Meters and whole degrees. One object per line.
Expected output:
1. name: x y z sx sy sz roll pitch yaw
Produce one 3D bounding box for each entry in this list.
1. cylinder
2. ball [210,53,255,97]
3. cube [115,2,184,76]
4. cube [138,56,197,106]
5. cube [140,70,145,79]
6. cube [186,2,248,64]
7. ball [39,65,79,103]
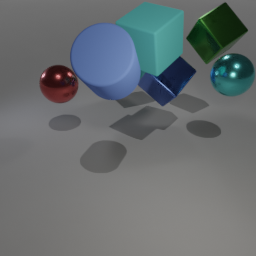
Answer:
1. cylinder: -0.460 -1.471 6.517 1.400 1.400 1.400 4 -6 8
2. ball: 3.419 -1.733 9.205 1.400 1.400 1.400 0 28 0
3. cube: 0.674 -2.639 8.253 1.400 1.400 1.400 28 57 30
4. cube: 1.432 -1.907 10.641 1.400 1.400 1.400 41 74 -3
5. cube: 0.568 -3.150 12.142 1.400 1.400 1.400 -32 63 8
6. cube: 3.384 -3.612 10.819 1.400 1.400 1.400 -35 -5 -14
7. ball: -2.517 -1.601 10.258 1.400 1.400 1.400 0 28 0
